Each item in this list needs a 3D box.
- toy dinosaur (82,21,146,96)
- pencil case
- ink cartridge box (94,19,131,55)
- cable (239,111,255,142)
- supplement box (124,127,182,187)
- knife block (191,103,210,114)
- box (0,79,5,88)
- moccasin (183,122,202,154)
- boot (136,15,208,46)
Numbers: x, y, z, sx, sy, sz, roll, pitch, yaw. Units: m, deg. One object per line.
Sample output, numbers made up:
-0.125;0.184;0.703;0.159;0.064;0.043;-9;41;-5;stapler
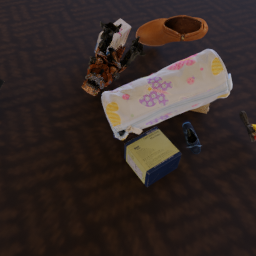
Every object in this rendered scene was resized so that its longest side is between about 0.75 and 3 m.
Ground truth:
-0.580;-1.978;8.100;1.388;1.844;2.717;20;39;-23;toy dinosaur
0.793;-0.717;6.200;2.792;1.161;1.266;-23;24;1;pencil case
-0.502;-2.947;9.309;0.504;0.861;1.191;40;55;4;ink cartridge box
3.146;-0.036;7.177;0.255;0.491;1.012;-11;36;6;cable
0.540;0.645;6.432;0.935;0.628;0.934;-27;58;-22;supplement box
1.429;-1.184;7.955;1.939;0.707;2.208;14;48;13;knife block
-4.009;-1.032;7.560;1.032;0.641;0.766;-13;50;38;box
1.480;0.294;6.576;0.359;0.891;0.304;-27;26;12;moccasin
1.245;-3.126;8.828;2.449;0.902;1.895;-3;14;17;boot
